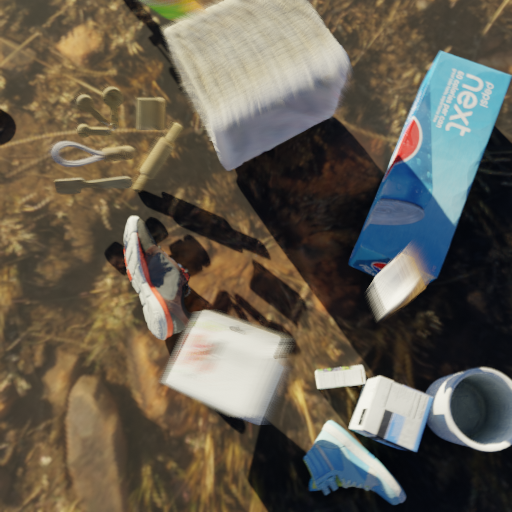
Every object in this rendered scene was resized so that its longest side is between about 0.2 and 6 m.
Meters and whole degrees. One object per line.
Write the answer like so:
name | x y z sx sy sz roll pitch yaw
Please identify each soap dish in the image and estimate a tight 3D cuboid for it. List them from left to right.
soap dish | 2.355 0.455 9.183 0.357 0.879 0.691 -8 65 -23

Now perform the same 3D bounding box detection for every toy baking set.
toy baking set | -2.814 -2.155 11.151 2.074 0.314 2.702 21 118 -29

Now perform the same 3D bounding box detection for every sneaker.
sneaker | -1.880 0.371 11.070 1.034 0.973 2.525 -15 78 -27
sneaker | 1.648 4.023 10.048 1.848 0.735 1.206 40 76 19

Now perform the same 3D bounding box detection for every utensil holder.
utensil holder | 3.770 2.723 9.948 1.329 1.563 1.329 0 75 -1

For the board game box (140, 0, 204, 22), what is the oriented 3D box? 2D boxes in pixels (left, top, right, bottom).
board game box | -1.478 -4.714 10.727 0.996 2.086 0.313 16 101 5

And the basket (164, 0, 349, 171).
basket | 0.024 -3.428 10.722 2.707 2.683 2.177 -27 83 -1

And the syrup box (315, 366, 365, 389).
syrup box | 1.602 2.318 10.684 0.888 0.350 0.362 -7 75 -2

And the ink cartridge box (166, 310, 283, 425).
ink cartridge box | -0.457 1.906 9.741 1.655 0.694 1.453 17 71 25

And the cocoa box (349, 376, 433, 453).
cocoa box | 2.361 2.813 9.944 0.983 1.499 0.999 21 75 7

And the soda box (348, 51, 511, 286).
soda box | 3.437 -1.665 11.193 1.532 1.449 4.515 23 75 6
